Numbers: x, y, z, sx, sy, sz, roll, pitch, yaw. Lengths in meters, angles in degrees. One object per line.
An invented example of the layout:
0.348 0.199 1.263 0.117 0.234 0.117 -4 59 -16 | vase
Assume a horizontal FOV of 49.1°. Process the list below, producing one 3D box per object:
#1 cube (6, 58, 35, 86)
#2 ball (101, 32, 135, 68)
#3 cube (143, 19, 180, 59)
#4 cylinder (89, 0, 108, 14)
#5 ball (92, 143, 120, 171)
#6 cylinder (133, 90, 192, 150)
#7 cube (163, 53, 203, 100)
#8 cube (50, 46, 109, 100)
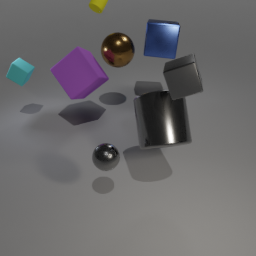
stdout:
-4.262 -2.221 11.120 0.700 0.700 0.700 31 30 -13 | cube
-0.420 -3.193 11.505 1.400 1.400 1.400 0 31 0 | ball
1.490 -3.976 12.452 1.400 1.400 1.400 7 27 4 | cube
-1.375 -5.847 13.047 0.700 0.700 0.700 25 -7 3 | cylinder
-0.554 0.730 7.042 0.700 0.700 0.700 0 31 0 | ball
0.921 -0.187 7.546 1.400 1.400 1.400 -7 -6 -1 | cylinder
1.236 -1.146 6.259 0.700 0.700 0.700 -14 26 19 | cube
-1.816 -2.067 10.799 1.400 1.400 1.400 -35 0 13 | cube
